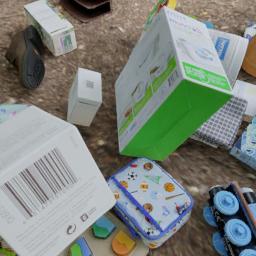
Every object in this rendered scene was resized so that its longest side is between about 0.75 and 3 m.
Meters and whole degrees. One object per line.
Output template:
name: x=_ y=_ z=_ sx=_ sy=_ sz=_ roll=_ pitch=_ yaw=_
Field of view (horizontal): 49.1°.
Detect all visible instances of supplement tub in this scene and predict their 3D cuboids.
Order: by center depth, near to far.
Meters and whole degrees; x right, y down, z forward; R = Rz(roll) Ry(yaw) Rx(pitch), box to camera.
supplement tub: x=2.235 y=-2.327 z=8.988 sx=2.632 sy=1.737 sz=1.737 roll=18 pitch=56 yaw=14

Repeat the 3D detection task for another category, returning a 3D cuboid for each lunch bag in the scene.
lunch bag: x=0.459 y=1.711 z=6.568 sx=1.575 sy=0.743 sz=1.966 roll=-31 pitch=54 yaw=-25
lunch bag: x=-3.296 y=0.203 z=7.746 sx=1.516 sy=0.729 sz=1.891 roll=2 pitch=54 yaw=1

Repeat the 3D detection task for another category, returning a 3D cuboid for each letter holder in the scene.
letter holder: x=-1.924 y=-5.591 z=11.804 sx=1.557 sy=1.101 sz=2.190 roll=-33 pitch=60 yaw=-20

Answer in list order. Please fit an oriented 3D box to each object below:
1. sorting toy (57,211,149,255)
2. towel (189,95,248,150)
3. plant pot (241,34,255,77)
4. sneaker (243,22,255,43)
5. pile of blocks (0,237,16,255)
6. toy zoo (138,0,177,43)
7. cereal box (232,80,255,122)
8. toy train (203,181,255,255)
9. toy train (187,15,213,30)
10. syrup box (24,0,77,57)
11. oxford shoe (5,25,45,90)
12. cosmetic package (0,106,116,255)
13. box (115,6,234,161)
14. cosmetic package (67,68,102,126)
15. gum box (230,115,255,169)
sorting toy: x=-0.576 y=2.683 z=6.186 sx=1.617 sy=0.295 sz=1.496 roll=35 pitch=61 yaw=22
towel: x=2.286 y=-0.393 z=7.949 sx=1.878 sy=0.804 sz=1.555 roll=24 pitch=74 yaw=16
plant pot: x=4.886 y=-2.691 z=9.573 sx=1.761 sy=1.233 sz=1.761 roll=0 pitch=53 yaw=0
sneaker: x=4.835 y=-3.562 z=10.651 sx=0.752 sy=0.526 sz=1.302 roll=23 pitch=55 yaw=19
pile of blocks: x=-2.909 y=2.591 z=6.203 sx=0.550 sy=0.727 sz=1.770 roll=-50 pitch=47 yaw=17
toy zoo: x=1.026 y=-3.719 z=9.320 sx=0.256 sy=1.639 sz=2.498 roll=31 pitch=49 yaw=-16
cereal box: x=4.043 y=-0.683 z=8.614 sx=1.834 sy=0.362 sz=1.319 roll=22 pitch=59 yaw=16
toy train: x=2.599 y=2.315 z=6.066 sx=1.363 sy=1.034 sz=2.386 roll=-3 pitch=51 yaw=-13
toy train: x=2.098 y=-3.524 z=10.162 sx=0.921 sy=1.259 sz=2.175 roll=-36 pitch=61 yaw=-24
syrup box: x=-2.938 y=-3.823 z=10.583 sx=0.961 sy=0.929 sz=2.361 roll=-31 pitch=59 yaw=-21
oxford shoe: x=-3.544 y=-2.266 z=9.555 sx=1.184 sy=1.019 sz=2.804 roll=-20 pitch=53 yaw=6
cosmetic package: x=-1.943 y=1.020 z=5.768 sx=1.999 sy=2.001 sz=2.425 roll=-37 pitch=31 yaw=-22
box: x=0.841 y=-1.006 z=7.131 sx=1.396 sy=2.888 sz=2.548 roll=13 pitch=49 yaw=-23
cosmetic package: x=-1.280 y=-0.880 z=8.183 sx=0.720 sy=1.170 sz=1.167 roll=12 pitch=50 yaw=-23
gum box: x=4.418 y=0.497 z=7.370 sx=2.565 sy=0.571 sz=2.179 roll=34 pitch=71 yaw=20
